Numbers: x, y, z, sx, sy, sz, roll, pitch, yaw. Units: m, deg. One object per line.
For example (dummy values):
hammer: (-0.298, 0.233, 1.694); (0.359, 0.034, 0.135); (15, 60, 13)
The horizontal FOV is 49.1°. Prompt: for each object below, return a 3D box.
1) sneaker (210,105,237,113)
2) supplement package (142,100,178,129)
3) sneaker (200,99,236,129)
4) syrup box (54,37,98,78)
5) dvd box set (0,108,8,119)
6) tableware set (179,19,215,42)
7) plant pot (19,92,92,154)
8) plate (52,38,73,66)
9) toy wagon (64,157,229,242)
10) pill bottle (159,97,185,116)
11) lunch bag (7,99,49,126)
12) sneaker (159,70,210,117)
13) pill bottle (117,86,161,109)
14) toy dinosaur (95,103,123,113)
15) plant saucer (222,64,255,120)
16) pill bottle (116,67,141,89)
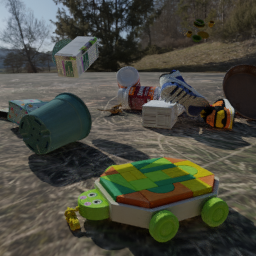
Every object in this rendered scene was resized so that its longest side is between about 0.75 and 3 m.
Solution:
sneaker: (4.841, -1.395, 13.438); (2.375, 1.372, 0.931); (-4, 15, -15)
supplement package: (1.320, -0.592, 11.371); (1.179, 0.840, 1.514); (5, 15, 18)
sneaker: (3.541, -0.677, 11.521); (1.192, 0.926, 2.649); (4, 17, 5)
syrup box: (-1.369, -1.979, 7.706); (0.635, 0.614, 1.558); (6, 36, 12)
dvd box set: (-4.590, -0.787, 13.136); (1.754, 0.352, 2.397); (10, 17, 33)
tableware set: (1.884, -2.598, 7.335); (0.695, 0.158, 1.031); (40, 59, 22)
plant pot: (-2.186, -0.076, 8.250); (1.613, 1.613, 1.579); (8, 24, 29)
plate: (-2.574, -3.064, 11.840); (1.388, 1.388, 0.177); (4, 11, 16)
toy wagon: (0.268, 1.168, 5.053); (2.801, 0.554, 2.173); (-6, 15, -24)
pill bottle: (2.105, -1.315, 13.446); (1.237, 1.237, 2.204); (2, 14, 8)
lunch bag: (-3.661, -0.554, 10.973); (1.639, 0.999, 1.396); (20, 19, 32)
sneaker: (2.234, -1.595, 11.524); (2.647, 1.070, 1.529); (22, 42, -36)
pill bottle: (0.584, -1.556, 14.425); (2.134, 1.205, 1.205); (4, 15, 20)
toy dinosaur: (-0.724, -0.861, 13.496); (0.863, 0.491, 1.625); (-15, -3, 29)
plant saucer: (5.486, -1.563, 12.609); (2.809, 2.809, 0.484); (-3, -21, -10)
pill bottle: (0.102, -2.346, 15.770); (1.242, 1.242, 2.199); (2, -23, 9)
